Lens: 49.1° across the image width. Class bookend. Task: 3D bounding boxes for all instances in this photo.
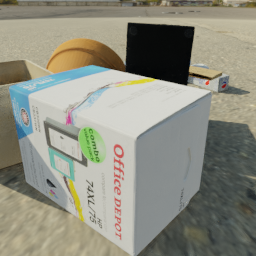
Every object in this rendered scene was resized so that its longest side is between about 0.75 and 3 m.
[{"bbox_3d":[0.770,-1.301,7.388,1.369,2.954,2.973,5,25,6],"label":"bookend"}]

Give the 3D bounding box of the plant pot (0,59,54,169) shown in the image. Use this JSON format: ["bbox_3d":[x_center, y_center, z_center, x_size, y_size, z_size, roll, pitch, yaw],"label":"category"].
[{"bbox_3d":[-2.969,-0.302,6.495,2.233,1.980,2.236,-18,30,-32],"label":"plant pot"}]

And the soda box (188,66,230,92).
[{"bbox_3d":[3.268,-2.071,11.708,0.642,0.597,1.881,-18,31,-28],"label":"soda box"}]

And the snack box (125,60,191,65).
[{"bbox_3d":[1.477,-3.070,13.267,2.718,0.920,2.292,8,31,18],"label":"snack box"}]

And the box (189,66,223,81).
[{"bbox_3d":[2.041,-1.576,7.974,1.038,0.135,1.270,18,23,26],"label":"box"}]

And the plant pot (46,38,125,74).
[{"bbox_3d":[-1.302,-0.986,7.759,2.434,2.434,1.704,5,42,10],"label":"plant pot"}]

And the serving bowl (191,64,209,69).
[{"bbox_3d":[3.544,-2.982,13.907,1.031,0.339,1.031,0,26,0],"label":"serving bowl"}]

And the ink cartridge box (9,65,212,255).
[{"bbox_3d":[-0.321,0.264,5.139,2.876,2.110,2.100,20,32,35],"label":"ink cartridge box"}]
